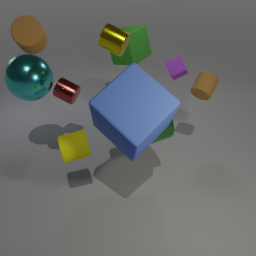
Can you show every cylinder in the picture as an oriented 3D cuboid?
[{"bbox_3d":[-1.365,0.469,7.148,0.700,0.700,0.700,-15,33,-10],"label":"cylinder"},{"bbox_3d":[-2.294,-2.158,6.551,0.700,0.700,0.700,-5,1,-8],"label":"cylinder"},{"bbox_3d":[-0.381,-2.498,7.966,0.700,0.700,0.700,27,35,3],"label":"cylinder"},{"bbox_3d":[2.545,-1.395,9.321,0.700,0.700,0.700,21,74,31],"label":"cylinder"},{"bbox_3d":[0.404,-0.197,7.954,1.400,1.400,1.400,-19,33,-5],"label":"cylinder"},{"bbox_3d":[-2.072,-1.252,9.504,0.700,0.700,0.700,27,33,0],"label":"cylinder"}]

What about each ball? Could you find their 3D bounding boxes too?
[{"bbox_3d":[-2.981,-1.518,8.473,1.400,1.400,1.400,0,31,0],"label":"ball"}]

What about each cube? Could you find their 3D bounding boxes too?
[{"bbox_3d":[0.046,-3.886,13.195,1.400,1.400,1.400,13,42,41],"label":"cube"},{"bbox_3d":[2.079,-2.557,11.948,0.700,0.700,0.700,-25,-10,15],"label":"cube"},{"bbox_3d":[0.117,-0.316,6.470,1.400,1.400,1.400,43,75,12],"label":"cube"}]
